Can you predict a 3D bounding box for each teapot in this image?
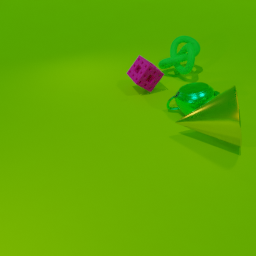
[{"bbox_3d":[2.201,-0.850,8.876,2.008,0.983,1.249,-5,30,18],"label":"teapot"}]

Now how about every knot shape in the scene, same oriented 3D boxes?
[{"bbox_3d":[2.164,-2.836,11.160,1.842,0.851,1.723,-42,33,8],"label":"knot shape"}]

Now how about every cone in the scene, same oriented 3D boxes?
[{"bbox_3d":[2.127,-0.232,7.682,1.676,1.670,1.670,-6,32,19],"label":"cone"}]

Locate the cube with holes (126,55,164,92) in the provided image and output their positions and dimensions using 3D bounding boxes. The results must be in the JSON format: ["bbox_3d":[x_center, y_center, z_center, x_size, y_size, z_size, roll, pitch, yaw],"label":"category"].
[{"bbox_3d":[0.625,-1.973,10.202,0.820,0.820,0.820,21,24,-41],"label":"cube with holes"}]
